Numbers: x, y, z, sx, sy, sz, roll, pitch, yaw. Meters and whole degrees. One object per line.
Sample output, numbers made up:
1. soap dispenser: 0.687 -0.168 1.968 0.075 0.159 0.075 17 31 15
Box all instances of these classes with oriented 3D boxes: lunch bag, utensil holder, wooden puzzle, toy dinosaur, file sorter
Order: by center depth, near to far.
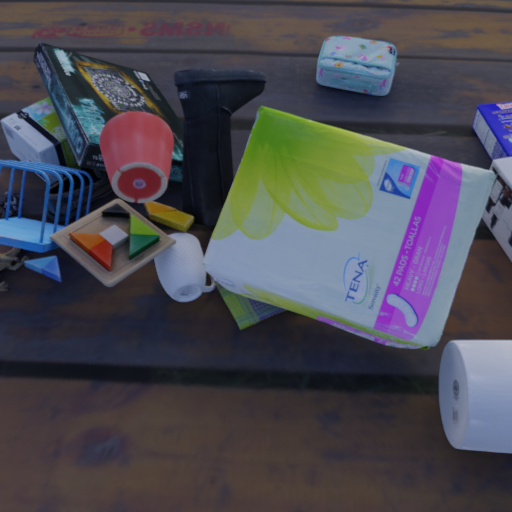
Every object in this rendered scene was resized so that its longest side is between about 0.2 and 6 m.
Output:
1. utensil holder: 3.962 2.081 8.386 2.035 1.729 1.729 2 50 4
2. wooden puzzle: -2.492 -0.336 9.855 1.821 0.316 2.699 28 47 18
3. file sorter: -4.135 -0.999 10.373 1.559 1.378 2.246 12 8 1
4. toy dinosaur: -5.197 0.257 10.807 2.129 0.620 1.077 -30 40 -32
5. lunch bag: 2.744 -5.135 15.118 2.131 0.822 1.709 12 51 10

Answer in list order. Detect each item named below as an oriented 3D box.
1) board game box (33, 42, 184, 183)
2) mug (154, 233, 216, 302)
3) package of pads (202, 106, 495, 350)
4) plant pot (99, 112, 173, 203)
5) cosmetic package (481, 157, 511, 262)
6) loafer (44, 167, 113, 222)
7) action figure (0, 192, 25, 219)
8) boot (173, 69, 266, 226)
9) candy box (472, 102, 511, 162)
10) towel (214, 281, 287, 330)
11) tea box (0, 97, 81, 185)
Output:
1. board game box: -3.130 -3.268 12.765 2.919 0.608 4.315 4 40 -39
2. mug: -1.253 0.302 10.451 1.223 0.903 1.073 17 41 -39
3. package of pads: 1.474 -0.401 9.706 4.183 1.427 3.232 19 83 13
4. plant pot: -1.951 -1.556 9.256 1.249 1.249 1.105 -8 52 -7
5. cosmetic package: 5.422 -0.329 10.682 0.837 1.364 3.305 -11 50 -6
6. loafer: -3.632 -1.656 12.208 0.825 0.722 2.295 26 54 21
7. action figure: -5.298 -1.060 11.843 0.623 0.535 1.049 -5 51 10
8. boot: -0.617 -2.217 11.411 0.955 2.911 2.399 6 17 42
9. candy box: 6.243 -2.802 13.176 1.628 0.742 1.926 -6 51 -3
10. towel: 0.197 0.618 10.583 1.686 0.192 1.211 -22 59 -17
11. tea box: -4.660 -2.697 12.853 1.532 1.024 1.507 37 58 22
